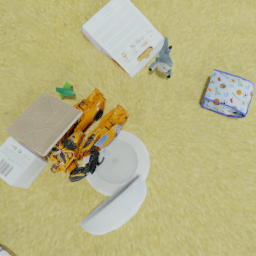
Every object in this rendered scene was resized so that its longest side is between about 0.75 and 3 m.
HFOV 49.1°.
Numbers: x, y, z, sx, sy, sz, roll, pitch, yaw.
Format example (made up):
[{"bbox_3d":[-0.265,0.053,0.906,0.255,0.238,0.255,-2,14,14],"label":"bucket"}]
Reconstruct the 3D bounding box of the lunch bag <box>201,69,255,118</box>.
[{"bbox_3d":[3.126,-1.013,8.718,1.367,0.846,1.162,18,75,13],"label":"lunch bag"}]

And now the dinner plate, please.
[{"bbox_3d":[-0.352,1.025,8.471,2.046,0.248,2.046,0,73,1],"label":"dinner plate"}]

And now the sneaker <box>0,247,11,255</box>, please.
[{"bbox_3d":[-3.943,4.082,7.440,0.851,0.727,1.932,38,69,18],"label":"sneaker"}]

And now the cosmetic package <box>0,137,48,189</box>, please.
[{"bbox_3d":[-3.102,1.013,7.960,0.995,1.189,0.989,35,77,9],"label":"cosmetic package"}]

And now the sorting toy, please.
[{"bbox_3d":[-2.170,-0.418,8.232,1.790,0.356,2.422,26,65,28],"label":"sorting toy"}]

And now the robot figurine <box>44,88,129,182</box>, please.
[{"bbox_3d":[-1.371,0.204,8.315,1.994,0.800,2.750,36,77,21],"label":"robot figurine"}]

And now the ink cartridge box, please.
[{"bbox_3d":[-0.103,-3.127,9.590,2.363,0.592,1.916,46,78,-8],"label":"ink cartridge box"}]

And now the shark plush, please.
[{"bbox_3d":[1.296,-2.334,9.069,0.770,0.706,1.696,28,51,-5],"label":"shark plush"}]

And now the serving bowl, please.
[{"bbox_3d":[-0.240,2.033,7.070,1.960,1.960,0.645,-38,86,-10],"label":"serving bowl"}]
